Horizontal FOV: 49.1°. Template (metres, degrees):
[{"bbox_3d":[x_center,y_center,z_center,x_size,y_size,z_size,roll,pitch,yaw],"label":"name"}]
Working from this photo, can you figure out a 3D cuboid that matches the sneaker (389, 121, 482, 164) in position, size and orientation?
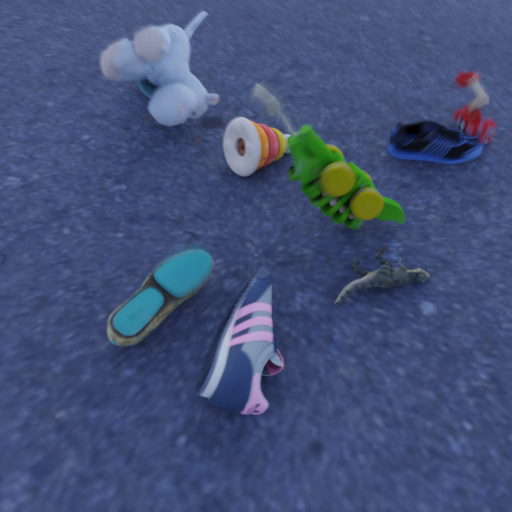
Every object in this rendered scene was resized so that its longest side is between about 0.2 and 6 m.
[{"bbox_3d":[3.916,-2.501,12.086,2.006,0.781,0.703,0,58,2],"label":"sneaker"}]

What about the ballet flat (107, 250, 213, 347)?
[{"bbox_3d":[-1.561,0.672,9.043,0.770,0.770,2.178,26,50,24],"label":"ballet flat"}]

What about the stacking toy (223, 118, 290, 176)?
[{"bbox_3d":[0.239,-2.386,12.004,1.646,1.203,1.203,-14,45,-35],"label":"stacking toy"}]

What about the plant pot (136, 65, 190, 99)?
[{"bbox_3d":[-2.458,-4.795,14.188,1.339,1.339,1.312,-13,39,-12],"label":"plant pot"}]

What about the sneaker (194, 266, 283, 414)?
[{"bbox_3d":[-0.032,1.267,8.497,1.064,0.910,2.595,29,45,-5],"label":"sneaker"}]

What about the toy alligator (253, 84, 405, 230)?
[{"bbox_3d":[1.117,-1.473,10.066,3.785,1.027,1.122,35,22,-22],"label":"toy alligator"}]

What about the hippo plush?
[{"bbox_3d":[-2.134,-3.976,12.746,2.078,2.098,2.609,-11,22,32],"label":"hippo plush"}]

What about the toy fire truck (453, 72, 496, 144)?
[{"bbox_3d":[5.004,-3.395,12.799,0.368,1.064,1.509,-10,48,-17],"label":"toy fire truck"}]

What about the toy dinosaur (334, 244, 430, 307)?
[{"bbox_3d":[2.084,0.290,9.643,1.814,0.430,0.799,-14,53,-9],"label":"toy dinosaur"}]
